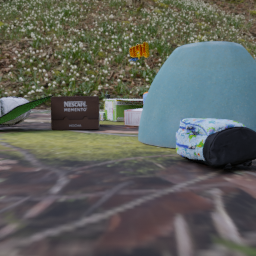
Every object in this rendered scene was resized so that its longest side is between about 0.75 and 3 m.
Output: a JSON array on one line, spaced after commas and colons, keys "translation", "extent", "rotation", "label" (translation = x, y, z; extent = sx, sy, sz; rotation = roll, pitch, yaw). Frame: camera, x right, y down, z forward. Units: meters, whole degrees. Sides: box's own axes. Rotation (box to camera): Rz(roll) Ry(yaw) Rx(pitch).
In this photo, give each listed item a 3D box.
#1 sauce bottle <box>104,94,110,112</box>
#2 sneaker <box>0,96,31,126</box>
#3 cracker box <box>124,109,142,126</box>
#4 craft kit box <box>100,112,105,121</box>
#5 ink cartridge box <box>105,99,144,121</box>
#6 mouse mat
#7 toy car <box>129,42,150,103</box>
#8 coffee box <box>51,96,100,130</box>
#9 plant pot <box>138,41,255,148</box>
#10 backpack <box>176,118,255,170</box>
[{"translation": [-1.110, -1.170, 15.272], "extent": [0.428, 1.322, 0.428], "rotation": [-2, 5, 0], "label": "sauce bottle"}, {"translation": [-4.658, -0.489, 9.163], "extent": [2.666, 1.002, 1.532], "rotation": [-4, 4, 10], "label": "sneaker"}, {"translation": [1.042, -0.367, 9.744], "extent": [2.003, 0.578, 1.342], "rotation": [4, 8, 28], "label": "cracker box"}, {"translation": [-1.759, -0.618, 14.211], "extent": [1.823, 0.448, 1.846], "rotation": [4, 6, 16], "label": "craft kit box"}, {"translation": [0.329, -0.787, 12.470], "extent": [1.988, 1.019, 2.690], "rotation": [-1, 6, -24], "label": "ink cartridge box"}, {"translation": [-3.137, -0.452, 7.986], "extent": [1.865, 0.070, 1.501], "rotation": [-23, 7, 26], "label": "mouse mat"}, {"translation": [0.704, -1.645, 9.161], "extent": [0.811, 2.438, 1.196], "rotation": [0, 28, 33], "label": "toy car"}, {"translation": [-1.651, -0.524, 9.209], "extent": [1.409, 0.995, 2.493], "rotation": [-1, 5, -8], "label": "coffee box"}, {"translation": [1.602, -0.664, 5.660], "extent": [2.771, 1.866, 2.771], "rotation": [1, 4, 0], "label": "plant pot"}, {"translation": [0.989, 0.164, 3.434], "extent": [0.766, 0.721, 0.938], "rotation": [-8, -8, -20], "label": "backpack"}]
